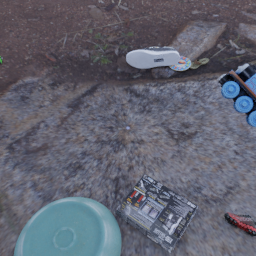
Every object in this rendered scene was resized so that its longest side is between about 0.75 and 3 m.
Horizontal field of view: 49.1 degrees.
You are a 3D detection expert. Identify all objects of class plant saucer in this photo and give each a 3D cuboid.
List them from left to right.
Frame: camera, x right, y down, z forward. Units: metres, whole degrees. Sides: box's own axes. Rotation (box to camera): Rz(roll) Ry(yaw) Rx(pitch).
[{"bbox_3d":[-1.638,3.008,7.409,2.907,0.523,2.907,-2,47,3],"label":"plant saucer"}]

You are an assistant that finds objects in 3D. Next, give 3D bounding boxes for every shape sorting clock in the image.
[{"bbox_3d":[2.369,-2.964,12.820,1.025,0.201,1.025,-2,47,2],"label":"shape sorting clock"}]

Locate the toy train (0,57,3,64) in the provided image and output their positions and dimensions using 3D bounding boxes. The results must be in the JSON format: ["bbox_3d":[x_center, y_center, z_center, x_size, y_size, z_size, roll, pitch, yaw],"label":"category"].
[{"bbox_3d":[-6.504,-3.095,12.932,1.357,0.283,0.383,-6,60,-5],"label":"toy train"}]

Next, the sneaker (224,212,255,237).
[{"bbox_3d":[3.241,2.642,7.975,0.977,0.345,0.477,27,55,18],"label":"sneaker"}]

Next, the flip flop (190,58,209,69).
[{"bbox_3d":[3.216,-2.994,12.778,1.027,0.296,0.416,-23,53,-6],"label":"flip flop"}]

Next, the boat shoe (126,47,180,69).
[{"bbox_3d":[1.108,-3.300,12.724,2.406,0.863,0.816,-4,41,1],"label":"boat shoe"}]

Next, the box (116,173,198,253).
[{"bbox_3d":[0.838,2.392,8.101,1.874,0.466,1.478,28,55,22],"label":"box"}]

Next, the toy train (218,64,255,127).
[{"bbox_3d":[3.213,-0.811,7.191,1.064,0.807,1.862,-42,82,14],"label":"toy train"}]
